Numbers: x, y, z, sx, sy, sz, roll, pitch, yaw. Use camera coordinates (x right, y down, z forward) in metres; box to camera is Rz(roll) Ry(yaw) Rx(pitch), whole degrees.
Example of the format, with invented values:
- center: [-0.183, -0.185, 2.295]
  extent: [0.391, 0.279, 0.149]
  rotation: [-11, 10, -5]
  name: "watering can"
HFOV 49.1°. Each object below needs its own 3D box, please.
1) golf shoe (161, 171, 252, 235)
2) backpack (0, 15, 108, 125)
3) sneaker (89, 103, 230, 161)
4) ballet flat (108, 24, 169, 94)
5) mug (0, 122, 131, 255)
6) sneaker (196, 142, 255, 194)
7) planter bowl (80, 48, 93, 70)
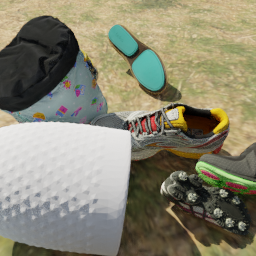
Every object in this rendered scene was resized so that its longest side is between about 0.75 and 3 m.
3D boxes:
- center: [1.361, 1.318, 4.927]
  extent: [1.652, 0.728, 0.638]
  rotation: [31, 62, -1]
  name: "golf shoe"
- center: [-1.530, -0.635, 5.787]
  extent: [2.175, 2.606, 1.650]
  rotation: [-44, 65, -11]
  name: "backpack"
- center: [0.644, -0.067, 5.749]
  extent: [2.908, 1.195, 1.132]
  rotation: [-2, 60, -4]
  name: "sneaker"
- center: [0.444, -2.187, 8.867]
  extent: [1.027, 0.943, 2.993]
  rotation: [-40, 66, 16]
  name: "ballet flat"
- center: [-1.207, 0.810, 4.635]
  extent: [2.252, 1.896, 2.569]
  rotation: [8, 3, -3]
  name: "mug"
- center: [2.575, 0.629, 5.212]
  extent: [2.746, 1.054, 1.150]
  rotation: [0, 72, -5]
  name: "sneaker"
- center: [-2.344, -2.345, 8.920]
  extent: [2.363, 0.984, 2.363]
  rotation: [-2, 42, 1]
  name: "planter bowl"
